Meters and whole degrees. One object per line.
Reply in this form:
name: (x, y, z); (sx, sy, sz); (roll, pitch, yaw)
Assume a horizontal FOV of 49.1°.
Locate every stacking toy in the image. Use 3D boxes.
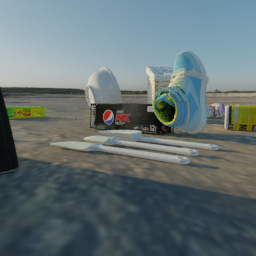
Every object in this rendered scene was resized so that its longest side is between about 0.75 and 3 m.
stacking toy: (4.609, -1.004, 15.821); (2.222, 0.693, 2.947); (-3, 4, -40)

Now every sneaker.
sneaker: (1.222, -1.016, 6.910); (1.455, 2.228, 0.886); (7, -18, -39)

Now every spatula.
spatula: (0.159, 0.272, 5.327); (2.769, 0.222, 1.925); (4, 6, 36)

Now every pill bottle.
pill bottle: (3.538, -0.299, 8.238); (1.294, 0.740, 0.740); (2, 6, 19)

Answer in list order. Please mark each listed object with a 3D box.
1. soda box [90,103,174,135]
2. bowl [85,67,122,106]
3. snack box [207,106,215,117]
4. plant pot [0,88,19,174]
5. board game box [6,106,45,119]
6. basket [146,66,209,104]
soda box: (0.062, -0.326, 8.167); (2.538, 0.804, 0.898); (6, 8, 39)
bowl: (-1.380, -1.645, 13.902); (1.155, 2.569, 2.569); (-19, 13, -22)
snack box: (3.070, -0.863, 14.275); (2.230, 0.591, 1.586); (5, 10, 40)
plant pot: (-3.284, -0.634, 3.460); (2.720, 2.419, 2.727); (5, 9, 45)
board game box: (-5.403, -0.784, 13.870); (2.226, 0.530, 1.131); (-6, 8, -44)
basket: (2.001, -1.631, 12.272); (2.296, 1.863, 2.317); (0, 22, -5)
